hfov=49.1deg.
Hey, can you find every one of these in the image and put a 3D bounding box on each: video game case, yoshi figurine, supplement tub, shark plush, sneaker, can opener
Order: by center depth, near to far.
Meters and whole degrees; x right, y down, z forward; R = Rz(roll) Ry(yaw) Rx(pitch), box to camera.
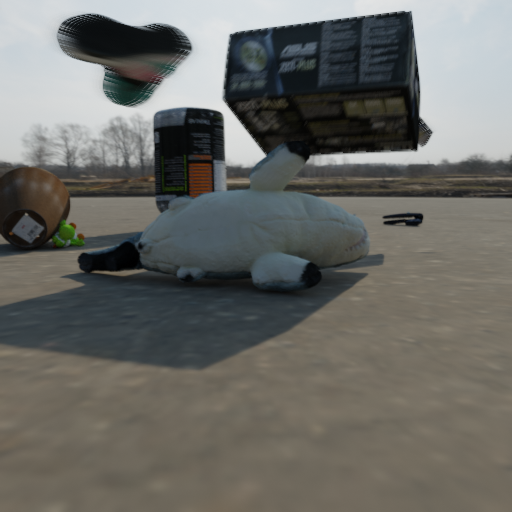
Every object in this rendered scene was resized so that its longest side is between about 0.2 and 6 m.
[{"bbox_3d":[-0.453,0.059,6.533,3.465,1.574,1.443,-19,-17,11],"label":"shark plush"},{"bbox_3d":[-2.164,-2.912,8.566,2.231,0.933,1.347,-16,-16,-46],"label":"sneaker"},{"bbox_3d":[-3.301,-0.381,9.923,0.500,0.498,0.890,7,10,0],"label":"yoshi figurine"},{"bbox_3d":[2.959,-2.538,10.619,0.128,0.909,1.006,-37,-7,7],"label":"video game case"},{"bbox_3d":[-1.570,-2.016,13.347,1.714,2.798,1.714,0,5,0],"label":"supplement tub"},{"bbox_3d":[3.966,-1.009,15.174,1.144,0.363,0.450,6,10,35],"label":"can opener"}]

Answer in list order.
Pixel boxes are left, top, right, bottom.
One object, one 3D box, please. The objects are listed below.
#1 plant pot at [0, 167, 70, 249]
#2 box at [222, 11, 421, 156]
[{"bbox_3d":[-3.984,-0.708,9.815,1.398,1.398,1.495,-2,22,-18],"label":"plant pot"},{"bbox_3d":[1.089,-2.439,8.476,2.592,1.116,2.122,1,-13,21],"label":"box"}]
